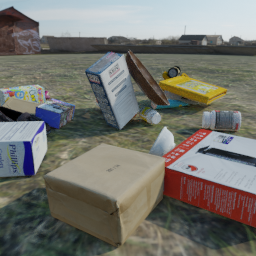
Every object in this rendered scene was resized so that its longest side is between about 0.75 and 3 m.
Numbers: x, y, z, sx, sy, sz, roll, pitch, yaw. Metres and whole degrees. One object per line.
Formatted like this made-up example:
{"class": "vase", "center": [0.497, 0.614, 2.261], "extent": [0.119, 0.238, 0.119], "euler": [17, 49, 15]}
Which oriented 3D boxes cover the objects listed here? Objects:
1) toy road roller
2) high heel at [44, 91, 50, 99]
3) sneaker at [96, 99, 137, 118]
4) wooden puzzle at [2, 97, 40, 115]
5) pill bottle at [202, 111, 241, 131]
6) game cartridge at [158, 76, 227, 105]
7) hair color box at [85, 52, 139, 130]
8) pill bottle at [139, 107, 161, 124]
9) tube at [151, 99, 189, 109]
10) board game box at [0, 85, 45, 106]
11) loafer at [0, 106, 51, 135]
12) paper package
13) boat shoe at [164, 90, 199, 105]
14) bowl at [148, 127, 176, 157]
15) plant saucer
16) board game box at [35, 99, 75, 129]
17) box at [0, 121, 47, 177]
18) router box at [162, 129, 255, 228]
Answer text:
{"class": "toy road roller", "center": [3.023, -2.722, 17.336], "extent": [2.152, 1.571, 1.322], "euler": [41, 26, 2]}
{"class": "high heel", "center": [-4.750, -1.864, 15.754], "extent": [0.540, 0.379, 1.125], "euler": [2, 29, -29]}
{"class": "sneaker", "center": [-0.643, -1.173, 12.532], "extent": [1.031, 1.090, 2.826], "euler": [-13, 32, -37]}
{"class": "wooden puzzle", "center": [-4.445, -0.768, 12.029], "extent": [2.914, 0.341, 1.966], "euler": [16, 22, -1]}
{"class": "pill bottle", "center": [3.493, -0.282, 10.533], "extent": [1.303, 0.742, 0.742], "euler": [3, 19, 8]}
{"class": "game cartridge", "center": [3.292, -2.015, 14.195], "extent": [2.734, 0.443, 2.410], "euler": [27, 32, 30]}
{"class": "hair color box", "center": [-0.491, -1.312, 10.243], "extent": [0.772, 2.552, 1.276], "euler": [22, 55, 36]}
{"class": "pill bottle", "center": [0.909, -0.505, 11.490], "extent": [0.566, 0.566, 1.018], "euler": [-8, 21, -23]}
{"class": "tube", "center": [2.087, -1.230, 13.846], "extent": [1.954, 0.492, 0.757], "euler": [-5, 27, -29]}
{"class": "board game box", "center": [-5.088, -1.445, 13.544], "extent": [1.891, 0.992, 0.974], "euler": [-15, 25, -34]}
{"class": "loafer", "center": [-4.016, -0.276, 10.411], "extent": [2.589, 0.815, 0.931], "euler": [9, 21, 25]}
{"class": "paper package", "center": [-0.400, 1.209, 5.802], "extent": [1.848, 1.003, 1.938], "euler": [12, 23, 30]}
{"class": "boat shoe", "center": [3.030, -1.805, 14.951], "extent": [2.116, 0.782, 0.902], "euler": [16, 25, 34]}
{"class": "bowl", "center": [0.969, 0.558, 7.760], "extent": [0.508, 1.129, 1.129], "euler": [29, 26, 10]}
{"class": "plant saucer", "center": [0.706, -1.911, 11.303], "extent": [0.469, 2.722, 2.722], "euler": [-36, 12, 16]}
{"class": "board game box", "center": [-2.914, -0.594, 11.251], "extent": [1.079, 0.655, 1.353], "euler": [16, 22, 8]}
{"class": "box", "center": [-3.377, 0.540, 7.721], "extent": [1.928, 1.012, 1.773], "euler": [-2, 18, -5]}
{"class": "router box", "center": [2.453, 0.989, 6.847], "extent": [2.661, 0.724, 2.965], "euler": [13, 23, 33]}
